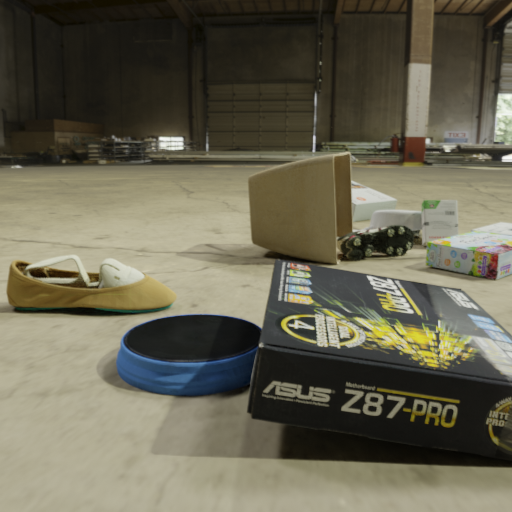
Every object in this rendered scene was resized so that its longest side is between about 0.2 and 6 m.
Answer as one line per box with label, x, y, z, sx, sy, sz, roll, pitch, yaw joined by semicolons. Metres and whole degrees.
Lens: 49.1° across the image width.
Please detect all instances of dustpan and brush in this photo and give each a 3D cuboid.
dustpan and brush;2.989;-0.666;13.081;2.753;0.788;1.921;4;1;-14

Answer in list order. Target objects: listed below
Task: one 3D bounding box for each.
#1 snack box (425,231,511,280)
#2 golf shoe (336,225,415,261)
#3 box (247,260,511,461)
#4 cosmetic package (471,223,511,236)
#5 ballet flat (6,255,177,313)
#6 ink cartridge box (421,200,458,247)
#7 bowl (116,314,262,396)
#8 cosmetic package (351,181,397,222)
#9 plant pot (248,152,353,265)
snack box;4.204;-0.054;10.289;1.883;0.499;1.339;-11;16;-42
golf shoe;2.381;-0.336;11.183;1.685;0.650;0.742;-5;17;-23
box;1.170;0.792;5.328;2.268;0.691;2.814;11;13;3
cosmetic package;5.636;-0.303;11.574;1.416;0.485;1.878;-14;18;-41
ballet flat;-2.273;0.371;7.670;2.335;0.736;0.802;0;17;-2
ink cartridge box;3.958;-0.689;12.096;0.712;0.974;0.411;2;-14;7
bowl;-0.641;0.970;5.871;1.619;0.318;1.619;0;12;0
cosmetic package;2.752;-1.751;16.962;1.788;0.613;2.371;-11;30;-35
plant pot;0.905;-1.007;11.377;1.805;2.036;2.038;0;11;18
